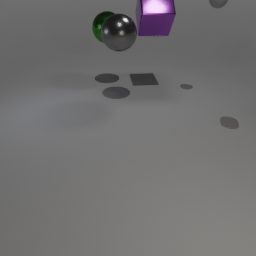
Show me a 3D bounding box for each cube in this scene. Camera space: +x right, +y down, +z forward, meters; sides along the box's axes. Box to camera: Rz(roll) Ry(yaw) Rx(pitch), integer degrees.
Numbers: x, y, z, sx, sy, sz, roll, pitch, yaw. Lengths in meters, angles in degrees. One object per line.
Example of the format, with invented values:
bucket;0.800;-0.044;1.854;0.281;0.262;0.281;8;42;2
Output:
cube;1.133;-4.938;11.990;1.400;1.400;1.400;-2;71;-6

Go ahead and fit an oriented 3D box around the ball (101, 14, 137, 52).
ball;-0.347;-3.685;10.864;1.400;1.400;1.400;0;30;0

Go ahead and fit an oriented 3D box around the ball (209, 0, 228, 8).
ball;3.359;-4.811;10.374;0.700;0.700;0.700;0;30;0

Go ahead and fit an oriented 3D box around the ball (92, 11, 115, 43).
ball;-0.938;-4.589;12.808;1.400;1.400;1.400;0;30;0
